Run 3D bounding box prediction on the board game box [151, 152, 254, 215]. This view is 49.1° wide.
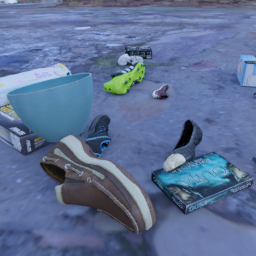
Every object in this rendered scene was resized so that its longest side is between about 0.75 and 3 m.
[{"bbox_3d":[1.526,1.062,5.814,1.741,0.245,1.177,-14,31,-25],"label":"board game box"}]

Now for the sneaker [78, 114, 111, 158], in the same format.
[{"bbox_3d":[-0.748,0.241,7.154,0.707,0.632,1.727,25,35,4],"label":"sneaker"}]

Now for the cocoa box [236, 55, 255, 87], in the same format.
[{"bbox_3d":[5.073,-2.351,11.466,0.940,0.955,1.433,6,29,11],"label":"cocoa box"}]

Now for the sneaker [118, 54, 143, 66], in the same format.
[{"bbox_3d":[0.118,-3.454,14.063,1.261,0.474,0.724,-3,31,1],"label":"sneaker"}]

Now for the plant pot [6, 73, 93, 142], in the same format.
[{"bbox_3d":[-1.627,-0.425,6.495,1.905,1.283,1.905,-11,18,4],"label":"plant pot"}]

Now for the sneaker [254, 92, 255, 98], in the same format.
[{"bbox_3d":[4.851,-1.109,9.937,0.775,0.301,0.334,16,19,15],"label":"sneaker"}]

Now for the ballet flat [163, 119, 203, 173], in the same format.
[{"bbox_3d":[1.138,0.385,6.052,0.682,0.583,2.052,-31,4,31],"label":"ballet flat"}]

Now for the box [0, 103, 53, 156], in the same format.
[{"bbox_3d":[-2.751,-0.174,7.823,2.206,0.533,1.747,23,36,35],"label":"box"}]

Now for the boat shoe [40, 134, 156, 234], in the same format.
[{"bbox_3d":[-0.751,1.105,5.099,1.076,1.074,2.909,-31,32,-25],"label":"boat shoe"}]

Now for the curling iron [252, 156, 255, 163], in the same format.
[{"bbox_3d":[3.292,1.066,5.770,0.438,0.226,1.766,-45,35,-4],"label":"curling iron"}]

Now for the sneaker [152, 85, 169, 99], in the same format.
[{"bbox_3d":[1.327,-1.252,10.155,0.513,0.336,0.888,28,49,34],"label":"sneaker"}]

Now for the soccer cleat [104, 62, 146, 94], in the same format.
[{"bbox_3d":[-0.068,-2.032,11.059,1.032,0.860,2.546,7,30,24],"label":"soccer cleat"}]

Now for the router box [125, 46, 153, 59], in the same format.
[{"bbox_3d":[0.557,-4.142,15.373,1.491,0.463,1.117,0,28,-1],"label":"router box"}]

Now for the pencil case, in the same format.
[{"bbox_3d":[-3.214,-1.355,9.375,2.776,1.154,1.259,-24,22,-37],"label":"pencil case"}]
